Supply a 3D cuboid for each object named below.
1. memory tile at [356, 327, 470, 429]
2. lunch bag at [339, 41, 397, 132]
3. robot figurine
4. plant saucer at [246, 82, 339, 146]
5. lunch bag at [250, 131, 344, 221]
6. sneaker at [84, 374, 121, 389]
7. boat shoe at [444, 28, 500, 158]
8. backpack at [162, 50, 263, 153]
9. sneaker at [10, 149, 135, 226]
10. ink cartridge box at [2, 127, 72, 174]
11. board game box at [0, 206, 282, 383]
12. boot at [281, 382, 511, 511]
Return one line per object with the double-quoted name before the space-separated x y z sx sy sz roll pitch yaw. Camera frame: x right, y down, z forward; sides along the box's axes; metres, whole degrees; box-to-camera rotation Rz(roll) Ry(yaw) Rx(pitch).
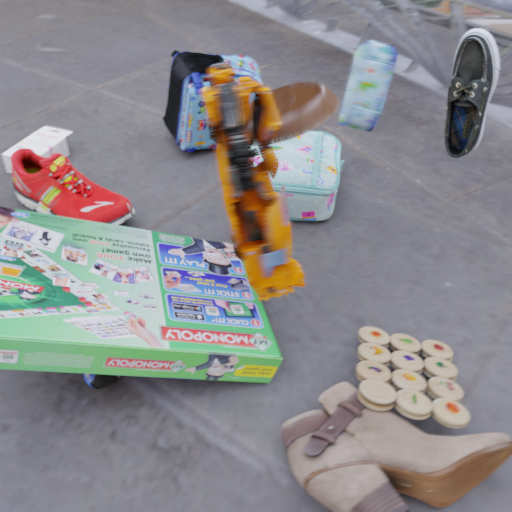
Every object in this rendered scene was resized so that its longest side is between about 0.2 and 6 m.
"memory tile" 2.333 1.766 8.587 1.618 0.177 2.111 12 25 5
"lunch bag" 2.092 -3.212 10.680 0.661 1.604 1.289 13 11 -5
"robot figurine" -0.067 -1.126 8.011 0.932 3.202 2.322 -12 24 -4
"plant saucer" 0.435 -2.346 9.000 1.759 0.303 1.759 -16 35 12
"lunch bag" 0.877 -1.985 12.926 2.283 1.097 2.847 5 40 5
"sneaker" -2.889 1.253 9.336 1.097 0.967 2.461 -27 45 -3
"boat shoe" 3.103 -2.307 8.169 0.633 1.845 0.522 17 39 32
"backpack" -0.911 -3.958 14.500 2.584 2.359 1.738 -8 48 -27
"sneaker" -4.129 -1.472 12.057 3.316 1.408 1.277 20 44 22
"ink cartridge box" -5.422 -2.622 14.116 0.959 0.551 1.638 14 42 17
"board game box" -2.027 0.600 8.966 4.424 0.644 2.977 9 36 -23
"boot" 1.811 2.509 7.693 2.790 0.980 2.040 -15 36 -25
